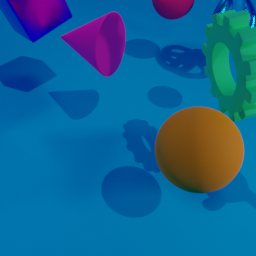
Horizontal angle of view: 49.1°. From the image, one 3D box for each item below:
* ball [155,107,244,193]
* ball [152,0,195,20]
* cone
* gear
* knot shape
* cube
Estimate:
[{"bbox_3d":[1.049,0.323,4.212,1.288,1.288,1.288,0,47,0],"label":"ball"},{"bbox_3d":[1.383,-4.011,8.540,1.325,1.325,1.325,0,47,0],"label":"ball"},{"bbox_3d":[-0.986,-2.009,6.476,1.404,1.399,1.399,15,49,20],"label":"cone"},{"bbox_3d":[1.705,-0.985,4.583,0.320,1.729,1.729,-14,48,-2],"label":"gear"},{"bbox_3d":[3.094,-3.530,7.764,0.944,2.044,1.912,13,43,42],"label":"knot shape"},{"bbox_3d":[-2.424,-3.146,6.982,1.276,1.276,1.276,-40,49,-15],"label":"cube"}]
